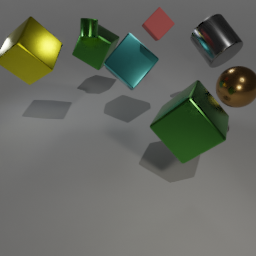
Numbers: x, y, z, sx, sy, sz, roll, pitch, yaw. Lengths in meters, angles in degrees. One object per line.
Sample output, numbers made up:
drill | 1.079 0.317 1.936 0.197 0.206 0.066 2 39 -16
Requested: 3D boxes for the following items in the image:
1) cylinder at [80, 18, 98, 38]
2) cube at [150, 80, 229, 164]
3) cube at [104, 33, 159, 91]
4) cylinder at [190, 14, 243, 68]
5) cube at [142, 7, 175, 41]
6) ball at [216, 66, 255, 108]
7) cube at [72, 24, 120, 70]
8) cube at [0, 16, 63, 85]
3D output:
cylinder | -1.541 -3.947 11.079 0.700 0.700 0.700 4 18 -1
cube | 1.692 -0.175 7.578 1.400 1.400 1.400 48 34 -7
cube | 0.103 -2.366 10.334 1.400 1.400 1.400 41 3 -4
cylinder | 3.282 -3.221 10.438 1.400 1.400 1.400 -21 73 -29
cube | 0.947 -3.294 8.939 0.700 0.700 0.700 -44 12 9
ball | 3.695 -1.385 9.470 1.400 1.400 1.400 0 33 0
cube | -1.427 -3.710 12.645 1.400 1.400 1.400 31 32 -1
cube | -3.366 -2.612 9.652 1.400 1.400 1.400 -19 48 36
